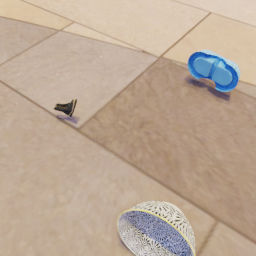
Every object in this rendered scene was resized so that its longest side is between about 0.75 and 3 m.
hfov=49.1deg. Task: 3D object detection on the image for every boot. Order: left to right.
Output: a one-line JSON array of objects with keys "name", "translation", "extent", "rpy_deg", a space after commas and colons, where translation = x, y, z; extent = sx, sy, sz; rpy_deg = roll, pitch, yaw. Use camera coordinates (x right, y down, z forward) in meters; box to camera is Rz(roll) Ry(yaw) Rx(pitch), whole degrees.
[{"name": "boot", "translation": [-1.780, -0.617, 7.895], "extent": [0.570, 0.824, 0.319], "rpy_deg": [20, 56, -13]}]

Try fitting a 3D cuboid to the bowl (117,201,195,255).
[{"name": "bowl", "translation": [0.665, 1.971, 5.478], "extent": [1.630, 1.630, 0.765], "rpy_deg": [25, 41, 20]}]

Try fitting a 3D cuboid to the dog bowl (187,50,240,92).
[{"name": "dog bowl", "translation": [2.690, -1.827, 8.708], "extent": [1.704, 0.950, 0.422], "rpy_deg": [34, 51, 21]}]
